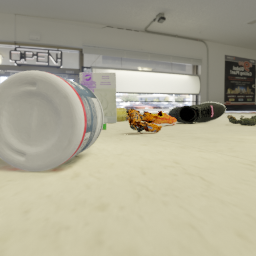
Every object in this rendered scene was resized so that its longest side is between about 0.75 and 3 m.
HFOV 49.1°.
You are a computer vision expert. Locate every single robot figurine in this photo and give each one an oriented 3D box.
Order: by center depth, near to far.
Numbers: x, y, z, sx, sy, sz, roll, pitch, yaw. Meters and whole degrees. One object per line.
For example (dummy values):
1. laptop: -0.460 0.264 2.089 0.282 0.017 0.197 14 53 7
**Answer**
1. robot figurine: 0.425 -0.216 7.885 1.099 0.797 0.320 11 -40 -37

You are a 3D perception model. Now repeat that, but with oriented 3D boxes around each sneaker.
1. sneaker: 1.509 -0.388 11.379 0.591 0.624 1.619 2 3 37
2. sneaker: 3.411 -0.660 13.163 2.848 1.007 1.413 -6 6 -4

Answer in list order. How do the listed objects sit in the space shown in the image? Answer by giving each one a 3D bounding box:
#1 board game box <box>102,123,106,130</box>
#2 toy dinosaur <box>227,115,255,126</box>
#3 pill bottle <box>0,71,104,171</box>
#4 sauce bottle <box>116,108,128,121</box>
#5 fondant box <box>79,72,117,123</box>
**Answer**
1. board game box: -1.355 -0.055 9.421 1.066 0.215 0.816 -2 4 -23
2. toy dinosaur: 5.199 -0.325 11.449 0.950 0.512 2.156 -21 17 -36
3. pill bottle: -0.979 -0.135 4.036 1.158 1.158 1.937 0 4 5
4. sauce bottle: -0.911 -0.688 14.675 2.279 0.737 0.737 -3 5 -40
5. fondant box: -1.411 -1.422 13.346 1.717 2.380 0.693 -1 4 -2
